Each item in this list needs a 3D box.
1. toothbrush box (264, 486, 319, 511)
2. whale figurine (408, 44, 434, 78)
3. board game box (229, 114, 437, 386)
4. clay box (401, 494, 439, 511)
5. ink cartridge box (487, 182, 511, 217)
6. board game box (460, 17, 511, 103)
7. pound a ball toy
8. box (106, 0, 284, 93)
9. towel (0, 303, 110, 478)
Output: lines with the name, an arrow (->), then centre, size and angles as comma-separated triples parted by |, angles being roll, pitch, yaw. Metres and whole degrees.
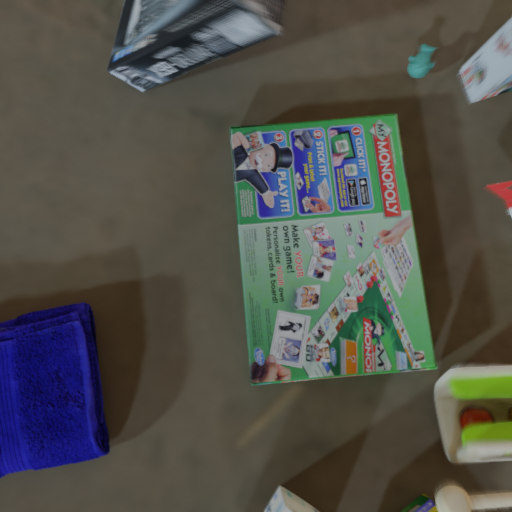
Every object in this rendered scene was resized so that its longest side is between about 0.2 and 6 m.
toothbrush box -> 0.117, 3.988, 6.617 | 0.900, 1.544, 2.109 | 33, 79, 8
whale figurine -> 2.611, -3.068, 8.837 | 0.409, 0.267, 0.515 | 26, 114, 7
board game box -> 1.015, -0.147, 8.157 | 2.550, 0.552, 3.790 | -4, 76, -2
clay box -> 2.357, 4.108, 7.171 | 0.981, 0.406, 1.707 | -35, 78, -7
ink cartridge box -> 3.933, -0.605, 7.827 | 1.235, 0.994, 0.309 | 29, 83, -13
board game box -> 4.598, -3.261, 7.243 | 2.416, 3.827, 0.662 | -18, 87, -4
pound a ball toy -> 3.431, 2.377, 7.140 | 2.685, 1.141, 1.751 | -3, 61, 0
box -> -0.807, -3.910, 8.088 | 2.991, 0.744, 2.359 | -3, 72, 43
towel -> -3.558, 1.909, 7.556 | 2.913, 0.722, 2.151 | -12, 75, -3
